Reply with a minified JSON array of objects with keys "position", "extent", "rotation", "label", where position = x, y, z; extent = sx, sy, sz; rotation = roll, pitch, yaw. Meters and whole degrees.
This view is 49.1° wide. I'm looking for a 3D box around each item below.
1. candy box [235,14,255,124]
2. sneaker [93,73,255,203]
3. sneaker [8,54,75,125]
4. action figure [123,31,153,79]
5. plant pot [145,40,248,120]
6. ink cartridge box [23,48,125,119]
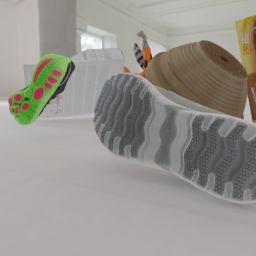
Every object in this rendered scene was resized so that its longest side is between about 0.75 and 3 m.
[{"position":[3.950,-1.578,7.251],"extent":[1.690,2.896,0.818],"rotation":[-2,18,45],"label":"candy box"},{"position":[0.542,0.099,3.281],"extent":[1.050,0.957,2.560],"rotation":[15,12,-47],"label":"sneaker"},{"position":[-1.641,-0.668,5.417],"extent":[1.867,0.717,0.782],"rotation":[-36,-3,30],"label":"sneaker"},{"position":[1.090,-1.857,9.309],"extent":[2.876,2.783,1.505],"rotation":[-37,5,26],"label":"action figure"},{"position":[1.635,-1.013,5.789],"extent":[2.361,1.090,2.361],"rotation":[21,40,-19],"label":"plant pot"},{"position":[-1.697,-1.352,8.861],"extent":[2.917,2.335,0.690],"rotation":[-7,54,-19],"label":"ink cartridge box"}]
